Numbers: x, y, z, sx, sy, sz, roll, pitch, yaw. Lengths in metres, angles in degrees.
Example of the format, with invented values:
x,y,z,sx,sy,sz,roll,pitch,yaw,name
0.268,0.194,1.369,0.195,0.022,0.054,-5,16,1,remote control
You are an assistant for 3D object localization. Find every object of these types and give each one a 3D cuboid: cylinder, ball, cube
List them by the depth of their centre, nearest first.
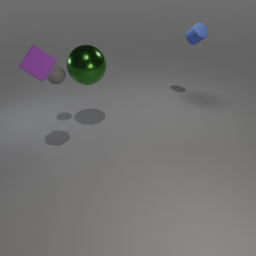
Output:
x,y,z,sx,sy,sz,roll,pitch,yaw,name
-2.480,-1.781,7.678,0.700,0.700,0.700,33,1,-26,cube
-1.471,-2.235,9.970,1.400,1.400,1.400,0,30,0,ball
-2.671,-1.968,10.373,0.700,0.700,0.700,0,30,0,ball
3.034,-4.154,12.383,0.700,0.700,0.700,-17,-4,-26,cylinder
